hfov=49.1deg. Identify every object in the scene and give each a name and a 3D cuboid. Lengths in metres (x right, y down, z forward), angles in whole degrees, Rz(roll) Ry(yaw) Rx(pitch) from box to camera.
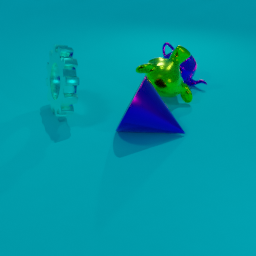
[{"bbox_3d":[1.724,-1.942,8.880,1.870,0.916,1.163,49,51,0],"label":"teapot"},{"bbox_3d":[-1.704,-1.182,7.127,0.327,1.768,1.768,-4,32,-30],"label":"gear"},{"bbox_3d":[1.158,-1.530,7.783,1.878,1.351,1.132,28,44,-19],"label":"monkey head"},{"bbox_3d":[0.710,-0.229,6.669,1.502,1.497,1.497,28,37,-3],"label":"cone"}]
